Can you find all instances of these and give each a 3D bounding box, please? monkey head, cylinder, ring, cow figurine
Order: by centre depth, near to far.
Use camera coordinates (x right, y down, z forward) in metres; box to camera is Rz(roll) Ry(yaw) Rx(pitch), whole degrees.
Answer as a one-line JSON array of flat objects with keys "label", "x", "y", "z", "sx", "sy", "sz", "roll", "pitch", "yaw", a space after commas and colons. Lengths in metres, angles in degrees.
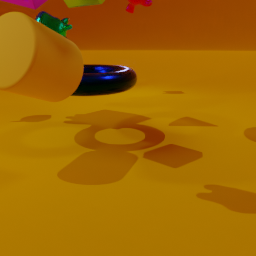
[{"label": "cylinder", "x": -1.336, "y": -0.950, "z": 4.013, "sx": 1.023, "sy": 1.023, "sz": 1.023, "roll": 8, "pitch": -1, "yaw": 26}, {"label": "ring", "x": -0.826, "y": -1.033, "z": 5.814, "sx": 2.039, "sy": 0.408, "sz": 2.039, "roll": 0, "pitch": 18, "yaw": 0}, {"label": "cow figurine", "x": -1.905, "y": -2.025, "z": 6.625, "sx": 1.554, "sy": 0.867, "sz": 1.579, "roll": 10, "pitch": -19, "yaw": 16}, {"label": "monkey head", "x": 0.213, "y": -4.720, "z": 10.361, "sx": 1.306, "sy": 0.939, "sz": 0.787, "roll": 17, "pitch": 26, "yaw": -11}]

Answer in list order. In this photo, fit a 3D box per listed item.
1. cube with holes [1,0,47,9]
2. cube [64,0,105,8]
[{"label": "cube with holes", "x": -2.306, "y": -3.655, "z": 6.100, "sx": 1.321, "sy": 1.321, "sz": 1.321, "roll": 21, "pitch": 56, "yaw": 19}, {"label": "cube", "x": -0.593, "y": -2.226, "z": 3.847, "sx": 0.748, "sy": 0.748, "sz": 0.748, "roll": 15, "pitch": 63, "yaw": 40}]
